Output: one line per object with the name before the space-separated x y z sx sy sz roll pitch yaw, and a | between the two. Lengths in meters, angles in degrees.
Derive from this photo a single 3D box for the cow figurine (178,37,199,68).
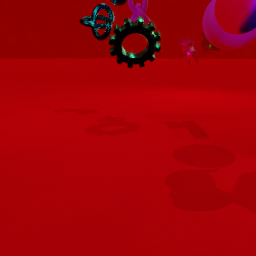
cow figurine | 1.896 -2.355 8.677 0.532 0.954 0.970 -12 10 12

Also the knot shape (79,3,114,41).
knot shape | -1.091 -4.032 10.859 1.402 1.312 0.648 -24 -12 -6

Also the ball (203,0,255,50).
ball | 2.353 -2.430 6.349 1.279 1.279 1.279 0 15 0

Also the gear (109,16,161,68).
gear | 0.203 -2.510 8.358 1.537 1.537 0.284 -1 46 -4

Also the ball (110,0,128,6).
ball | -0.352 -5.109 10.769 0.772 0.772 0.772 0 15 0

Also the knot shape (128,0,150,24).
knot shape | 0.358 -4.044 9.505 0.497 1.007 1.076 -23 33 -22

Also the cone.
cone | 1.849 -2.232 4.960 0.931 0.931 0.935 -1 30 -3

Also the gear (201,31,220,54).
gear | 2.670 -3.121 8.401 0.316 1.708 1.708 10 15 -6
